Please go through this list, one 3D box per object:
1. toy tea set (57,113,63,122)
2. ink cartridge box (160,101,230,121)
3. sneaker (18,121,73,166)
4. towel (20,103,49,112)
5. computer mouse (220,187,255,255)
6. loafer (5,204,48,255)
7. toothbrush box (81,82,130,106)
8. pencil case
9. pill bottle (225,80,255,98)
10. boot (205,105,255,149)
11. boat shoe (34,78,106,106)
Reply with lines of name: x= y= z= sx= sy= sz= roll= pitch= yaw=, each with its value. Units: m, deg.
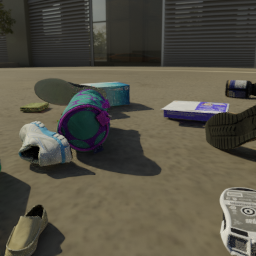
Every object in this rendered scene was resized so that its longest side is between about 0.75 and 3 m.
toy tea set: x=-1.807 y=-0.376 z=9.542 sx=1.163 sy=0.431 sz=0.692 roll=-1 pitch=15 yaw=-4
ink cartridge box: x=2.476 y=-0.587 z=10.183 sx=2.201 sy=0.482 sz=2.222 roll=6 pitch=14 yaw=21
sneaker: x=-2.141 y=0.365 z=6.347 sx=0.862 sy=0.746 sz=1.989 roll=-20 pitch=24 yaw=-39
towel: x=-3.918 y=-0.873 z=11.794 sx=0.894 sy=0.220 sz=1.205 roll=1 pitch=16 yaw=6
computer mouse: x=1.477 y=1.347 z=3.309 sx=1.039 sy=0.416 sz=1.895 roll=2 pitch=20 yaw=16
loafer: x=-1.293 y=1.297 z=3.580 sx=0.355 sy=0.321 sz=0.939 roll=0 pitch=15 yaw=1
toothbrush box: x=-1.215 y=-1.556 z=12.897 sx=2.205 sy=0.941 sz=1.614 roll=-7 pitch=17 yaw=-24
pencil case: x=-1.123 y=-0.318 z=7.818 sx=1.332 sy=1.226 sz=2.881 roll=-17 pitch=17 yaw=-1
pill bottle: x=6.074 y=-2.086 z=14.964 sx=1.607 sy=0.899 sz=0.899 roll=7 pitch=17 yaw=24
boot: x=3.179 y=-0.007 z=6.741 sx=1.662 sy=0.931 sz=2.403 roll=-2 pitch=-4 yaw=-22
boat shoe: x=-2.269 y=-1.367 z=11.022 sx=2.806 sy=0.999 sz=0.878 roll=2 pitch=7 yaw=-26
